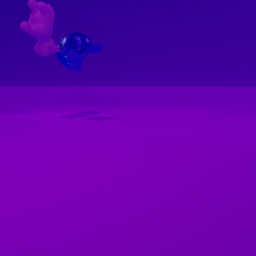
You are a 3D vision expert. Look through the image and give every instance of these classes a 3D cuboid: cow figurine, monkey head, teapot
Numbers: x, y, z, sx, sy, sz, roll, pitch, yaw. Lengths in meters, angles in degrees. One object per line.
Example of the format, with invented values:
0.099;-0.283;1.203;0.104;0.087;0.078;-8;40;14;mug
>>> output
-2.879;-3.373;9.678;0.928;1.691;1.664;22;6;20;cow figurine
-1.658;-2.570;9.369;1.608;1.157;0.969;19;58;18;monkey head
-2.296;-2.993;11.339;1.219;0.960;1.961;39;16;-42;teapot
